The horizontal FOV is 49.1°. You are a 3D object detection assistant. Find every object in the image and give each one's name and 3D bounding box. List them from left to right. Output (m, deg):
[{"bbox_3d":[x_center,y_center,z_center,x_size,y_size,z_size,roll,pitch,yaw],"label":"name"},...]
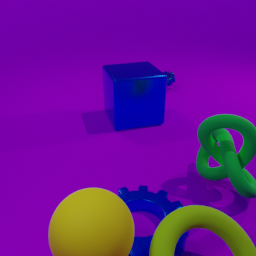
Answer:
[{"bbox_3d":[-0.401,1.154,3.140,0.946,0.946,0.946,0,28,0],"label":"ball"},{"bbox_3d":[0.134,-0.909,7.562,1.371,1.371,1.371,-8,30,-14],"label":"cube"},{"bbox_3d":[0.186,1.454,4.293,1.448,0.268,1.448,0,28,0],"label":"gear"},{"bbox_3d":[1.014,-1.726,10.092,1.340,0.248,1.340,-10,26,5],"label":"gear"},{"bbox_3d":[0.928,1.607,3.289,1.412,0.282,1.412,8,54,-11],"label":"ring"},{"bbox_3d":[1.786,0.572,4.922,0.711,1.538,1.439,-20,64,-15],"label":"knot shape"}]
